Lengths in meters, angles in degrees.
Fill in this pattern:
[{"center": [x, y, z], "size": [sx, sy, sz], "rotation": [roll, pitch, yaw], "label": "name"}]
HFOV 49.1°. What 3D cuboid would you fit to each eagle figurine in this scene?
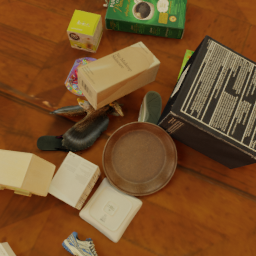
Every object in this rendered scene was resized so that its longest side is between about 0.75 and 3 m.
[{"center": [-1.285, -0.461, 9.025], "size": [2.103, 1.596, 1.587], "rotation": [-37, 111, 14], "label": "eagle figurine"}]

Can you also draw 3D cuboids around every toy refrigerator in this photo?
[{"center": [-3.615, 1.210, 7.901], "size": [2.856, 1.084, 0.999], "rotation": [4, 67, 23], "label": "toy refrigerator"}]

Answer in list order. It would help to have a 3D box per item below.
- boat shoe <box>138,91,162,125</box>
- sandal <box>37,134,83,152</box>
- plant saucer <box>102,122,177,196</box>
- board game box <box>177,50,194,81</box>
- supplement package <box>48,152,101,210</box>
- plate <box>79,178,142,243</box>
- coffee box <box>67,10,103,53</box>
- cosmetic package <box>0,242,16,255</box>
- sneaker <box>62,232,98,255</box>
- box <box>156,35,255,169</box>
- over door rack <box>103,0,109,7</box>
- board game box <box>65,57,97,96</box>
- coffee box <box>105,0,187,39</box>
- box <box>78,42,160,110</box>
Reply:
[{"center": [0.675, -0.160, 9.218], "size": [0.774, 0.673, 2.100], "rotation": [8, 74, -17], "label": "boat shoe"}, {"center": [-2.092, 0.462, 9.034], "size": [1.719, 0.411, 0.646], "rotation": [-5, 70, -3], "label": "sandal"}, {"center": [0.347, 0.911, 8.518], "size": [2.249, 0.411, 2.249], "rotation": [-1, 96, -6], "label": "plant saucer"}, {"center": [2.250, -2.136, 10.084], "size": [0.665, 0.312, 1.309], "rotation": [17, 70, 6], "label": "board game box"}, {"center": [-1.572, 1.581, 8.308], "size": [0.981, 0.974, 1.292], "rotation": [27, 71, 10], "label": "supplement package"}, {"center": [-0.516, 2.418, 8.396], "size": [1.421, 0.230, 1.424], "rotation": [33, 73, 11], "label": "plate"}, {"center": [-1.547, -3.529, 10.257], "size": [0.982, 0.973, 0.984], "rotation": [14, 70, 5], "label": "coffee box"}, {"center": [-3.167, 4.176, 7.578], "size": [0.819, 0.502, 1.984], "rotation": [-40, 74, -15], "label": "cosmetic package"}, {"center": [-1.129, 3.440, 7.848], "size": [1.448, 0.558, 0.617], "rotation": [31, 68, 11], "label": "sneaker"}, {"center": [2.793, -0.689, 8.566], "size": [2.843, 1.766, 2.866], "rotation": [28, 71, -1], "label": "box"}, {"center": [-1.641, -6.045, 11.346], "size": [2.279, 0.759, 1.684], "rotation": [17, 71, 6], "label": "over door rack"}, {"center": [-1.498, -1.918, 10.002], "size": [1.273, 0.314, 1.611], "rotation": [18, 71, 7], "label": "board game box"}, {"center": [0.724, -4.503, 10.800], "size": [2.977, 0.655, 1.831], "rotation": [8, 69, 2], "label": "coffee box"}, {"center": [-0.274, -1.616, 8.496], "size": [2.303, 0.895, 1.093], "rotation": [-31, 69, -23], "label": "box"}]
